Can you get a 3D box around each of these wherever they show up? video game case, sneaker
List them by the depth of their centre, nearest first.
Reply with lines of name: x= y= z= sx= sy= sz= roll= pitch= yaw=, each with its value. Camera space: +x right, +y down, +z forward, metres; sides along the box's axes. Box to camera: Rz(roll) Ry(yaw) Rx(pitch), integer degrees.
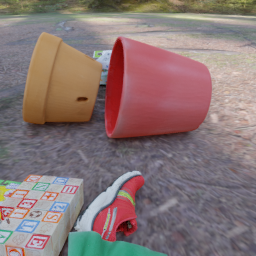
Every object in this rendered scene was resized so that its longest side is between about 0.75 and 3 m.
sneaker: x=-0.150 y=1.498 z=5.117 sx=0.890 sy=0.807 sz=2.097 roll=45 pitch=29 yaw=8
video game case: x=0.074 y=-2.356 z=10.704 sx=2.307 sy=0.278 sz=2.530 roll=15 pitch=21 yaw=-2

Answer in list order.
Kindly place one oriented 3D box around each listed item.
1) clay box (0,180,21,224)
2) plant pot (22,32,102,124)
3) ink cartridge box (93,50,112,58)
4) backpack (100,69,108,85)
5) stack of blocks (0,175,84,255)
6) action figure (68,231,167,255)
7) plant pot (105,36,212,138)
clay box: x=-2.652 y=1.618 z=5.065 sx=1.015 sy=0.421 sz=1.767 roll=6 pitch=27 yaw=11
plant pot: x=-1.942 y=-1.309 z=8.706 sx=1.920 sy=2.743 sz=2.743 roll=14 pitch=25 yaw=-12
ink cartridge box: x=-0.638 y=-3.475 z=14.525 sx=2.220 sy=0.841 sz=1.641 roll=-2 pitch=27 yaw=-4
backpack: x=-1.185 y=-2.298 z=12.314 sx=1.065 sy=0.816 sz=0.936 roll=25 pitch=30 yaw=31
stack of blocks: x=-1.543 y=1.520 z=4.712 sx=1.112 sy=0.565 sz=1.930 roll=4 pitch=19 yaw=6
action figure: x=-0.297 y=2.459 z=3.097 sx=1.435 sy=0.664 sz=2.429 roll=11 pitch=37 yaw=1
plant pot: x=0.776 y=-0.991 z=7.956 sx=2.514 sy=2.842 sz=2.842 roll=5 pitch=26 yaw=-13
